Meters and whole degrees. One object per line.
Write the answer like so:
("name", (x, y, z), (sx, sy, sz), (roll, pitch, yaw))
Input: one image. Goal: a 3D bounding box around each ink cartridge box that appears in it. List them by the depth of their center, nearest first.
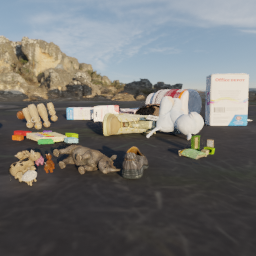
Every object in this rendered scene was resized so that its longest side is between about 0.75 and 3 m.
("ink cartridge box", (4.379, -1.260, 12.499), (1.628, 2.253, 0.954), (0, 7, 2))
("ink cartridge box", (-1.173, -0.747, 14.320), (1.369, 0.797, 0.462), (-4, 8, -28))
("ink cartridge box", (-2.349, -0.804, 15.379), (1.881, 0.638, 1.083), (-1, 7, -4))

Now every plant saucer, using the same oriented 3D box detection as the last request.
("plant saucer", (0.936, -0.597, 11.833), (1.418, 0.227, 1.418), (-4, -36, -3))

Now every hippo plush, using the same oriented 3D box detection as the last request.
("hippo plush", (1.648, -0.353, 8.982), (1.685, 1.342, 1.355), (-6, 8, -41))

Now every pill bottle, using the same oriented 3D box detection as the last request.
("pill bottle", (2.386, -1.290, 15.306), (1.631, 1.631, 2.888), (-6, 9, -38))

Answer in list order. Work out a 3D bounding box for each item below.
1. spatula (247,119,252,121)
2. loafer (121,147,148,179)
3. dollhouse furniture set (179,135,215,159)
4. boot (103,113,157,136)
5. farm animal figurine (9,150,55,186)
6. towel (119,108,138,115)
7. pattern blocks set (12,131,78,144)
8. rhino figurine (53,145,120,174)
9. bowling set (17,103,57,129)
("spatula", (5.911, -0.445, 14.800), (1.080, 0.087, 0.751), (0, 6, 3))
("loafer", (0.150, 0.565, 5.193), (0.451, 0.448, 1.239), (0, 6, 5))
("dollhouse furniture set", (1.591, 0.430, 6.479), (0.795, 0.399, 0.521), (-7, 10, -44))
("boot", (0.133, -0.117, 9.642), (1.630, 0.759, 2.107), (5, 8, 16))
("farm animal figurine", (-1.657, 0.571, 4.652), (0.772, 0.402, 0.763), (5, 27, 29))
("towel", (1.190, -1.073, 18.322), (2.909, 0.469, 2.778), (-4, 8, -23))
("pattern blocks set", (-2.451, 0.277, 8.412), (1.919, 0.177, 2.183), (0, 6, -25))
("rhino figurine", (-0.700, 0.594, 5.170), (1.361, 0.407, 0.595), (10, 14, 33))
("bowling set", (-3.933, -0.391, 11.872), (1.323, 1.021, 1.902), (-17, 3, 18))
